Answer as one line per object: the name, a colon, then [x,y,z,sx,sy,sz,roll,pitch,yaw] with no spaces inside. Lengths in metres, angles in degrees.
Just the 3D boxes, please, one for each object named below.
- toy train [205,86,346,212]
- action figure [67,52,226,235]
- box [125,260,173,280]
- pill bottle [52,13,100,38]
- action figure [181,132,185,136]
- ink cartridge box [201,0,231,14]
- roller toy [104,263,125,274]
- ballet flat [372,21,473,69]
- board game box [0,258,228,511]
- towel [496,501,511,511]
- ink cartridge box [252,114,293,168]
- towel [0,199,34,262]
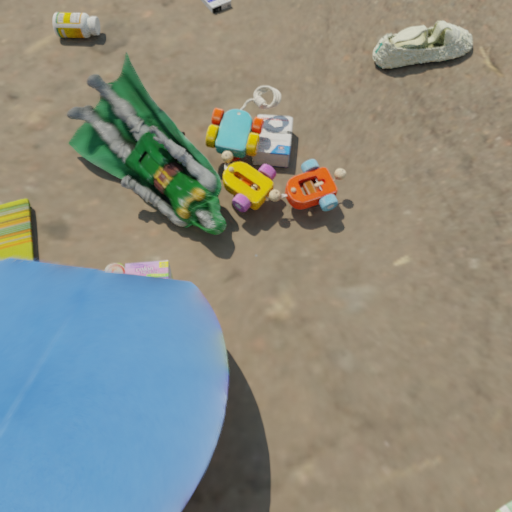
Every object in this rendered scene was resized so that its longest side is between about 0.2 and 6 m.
toy train: [0.243,-1.637,9.822,1.965,0.728,2.616,-24,71,-12]
action figure: [-1.703,-1.582,9.389,3.375,1.993,0.923,44,25,10]
box: [-1.620,0.416,8.603,0.650,0.739,0.357,-4,60,-3]
pill bottle: [-3.816,-4.913,11.940,0.889,0.501,0.501,2,59,2]
action figure: [-1.997,-2.315,10.176,1.377,0.478,0.896,33,25,19]
ink cartridge box: [-1.031,-5.934,12.738,0.496,0.194,1.047,-28,65,-15]
roller toy: [-2.250,0.328,8.898,0.389,0.272,0.355,-20,67,-36]
ballet flat: [3.521,-4.390,11.491,2.304,0.827,0.827,-16,60,-10]
board game box: [-2.836,2.012,7.284,5.219,1.016,4.123,6,49,16]
towel: [3.065,3.858,6.872,1.470,0.172,1.121,-26,62,-15]
ink cartridge box: [0.308,-2.125,10.326,0.674,0.393,0.933,6,59,4]
towel: [-4.108,0.223,9.055,1.087,0.228,2.525,-15,61,-3]
